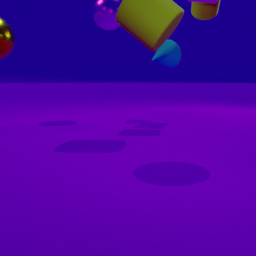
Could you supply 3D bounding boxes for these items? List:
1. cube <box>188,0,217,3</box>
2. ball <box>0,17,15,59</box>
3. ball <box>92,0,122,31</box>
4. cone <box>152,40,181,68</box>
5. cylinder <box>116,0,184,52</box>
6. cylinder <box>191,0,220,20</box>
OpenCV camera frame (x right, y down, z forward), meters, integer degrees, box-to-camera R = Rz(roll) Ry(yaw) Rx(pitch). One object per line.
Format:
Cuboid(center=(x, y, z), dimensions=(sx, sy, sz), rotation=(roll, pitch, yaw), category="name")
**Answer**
Cuboid(center=(2.211, -4.151, 7.924), dimensions=(0.839, 0.839, 0.839), rotation=(7, -2, 5), category="cube")
Cuboid(center=(-3.942, -2.607, 8.078), dimensions=(1.264, 1.264, 1.264), rotation=(0, 10, 0), category="ball")
Cuboid(center=(-0.638, -3.920, 9.509), dimensions=(1.155, 1.155, 1.155), rotation=(0, 10, 0), category="ball")
Cuboid(center=(1.111, -2.402, 9.499), dimensions=(0.981, 0.981, 0.985), rotation=(9, 29, 42), category="cone")
Cuboid(center=(0.490, -2.509, 6.325), dimensions=(1.108, 1.108, 1.108), rotation=(40, 16, 3), category="cylinder")
Cuboid(center=(2.527, -4.139, 9.066), dimensions=(0.881, 0.881, 0.881), rotation=(1, -29, 8), category="cylinder")
